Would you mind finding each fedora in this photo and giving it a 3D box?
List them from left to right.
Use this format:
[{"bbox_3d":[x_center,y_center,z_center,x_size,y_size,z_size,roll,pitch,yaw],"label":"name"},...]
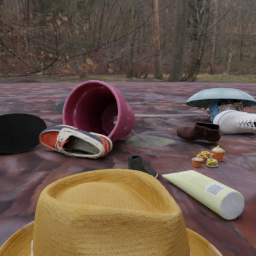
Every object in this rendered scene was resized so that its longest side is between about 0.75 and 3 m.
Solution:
[{"bbox_3d":[-0.173,0.972,2.635,2.294,0.936,2.294,1,12,0],"label":"fedora"}]

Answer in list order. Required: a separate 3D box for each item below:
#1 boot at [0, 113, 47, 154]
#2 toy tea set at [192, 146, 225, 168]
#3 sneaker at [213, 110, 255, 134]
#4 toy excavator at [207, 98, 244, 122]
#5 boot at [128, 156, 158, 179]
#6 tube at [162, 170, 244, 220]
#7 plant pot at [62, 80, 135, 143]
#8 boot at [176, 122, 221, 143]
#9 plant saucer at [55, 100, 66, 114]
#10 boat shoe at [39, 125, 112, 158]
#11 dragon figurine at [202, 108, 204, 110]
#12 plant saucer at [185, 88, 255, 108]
[{"bbox_3d":[-3.796,0.006,7.244,2.846,0.985,2.478,-10,16,-31],"label":"boot"},{"bbox_3d":[1.707,0.585,5.983,0.554,0.345,0.931,7,13,31],"label":"toy tea set"},{"bbox_3d":[3.612,-0.182,8.710,2.075,0.758,0.735,-5,9,-25],"label":"sneaker"},{"bbox_3d":[3.588,-0.681,10.948,1.987,1.021,2.043,-13,5,-38],"label":"toy excavator"},{"bbox_3d":[0.279,0.698,4.948,0.293,0.524,0.757,5,9,38],"label":"boot"},{"bbox_3d":[1.138,0.923,4.383,0.454,0.406,1.564,37,-5,-19],"label":"tube"},{"bbox_3d":[-0.608,-0.295,7.503,1.707,1.707,1.528,6,-2,27],"label":"plant pot"},{"bbox_3d":[1.827,0.035,7.417,1.248,0.451,1.038,12,-19,23],"label":"boot"},{"bbox_3d":[-1.499,-0.716,10.740,2.472,0.476,2.472,-11,-11,-2],"label":"plant saucer"},{"bbox_3d":[-1.314,0.351,6.513,1.870,0.666,0.585,9,16,17],"label":"boat shoe"},{"bbox_3d":[4.311,-1.357,14.613,1.191,0.705,2.395,-2,12,-8],"label":"dragon figurine"},{"bbox_3d":[3.486,-1.130,10.581,2.603,0.501,2.603,2,-3,0],"label":"plant saucer"}]
